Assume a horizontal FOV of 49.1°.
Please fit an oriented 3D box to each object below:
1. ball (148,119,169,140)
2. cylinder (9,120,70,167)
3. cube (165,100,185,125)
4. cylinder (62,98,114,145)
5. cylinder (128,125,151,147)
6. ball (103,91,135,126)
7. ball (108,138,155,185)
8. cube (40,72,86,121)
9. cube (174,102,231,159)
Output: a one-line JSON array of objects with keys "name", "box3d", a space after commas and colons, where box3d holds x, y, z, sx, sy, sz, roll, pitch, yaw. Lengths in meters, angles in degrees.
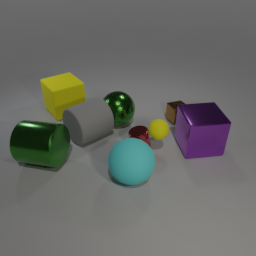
[{"name": "ball", "box3d": [1.039, 0.049, 9.499, 0.700, 0.700, 0.700, 0, 33, 0]}, {"name": "cylinder", "box3d": [-2.803, 0.495, 9.066, 1.400, 1.400, 1.400, 6, 33, 14]}, {"name": "cube", "box3d": [2.050, -0.649, 11.627, 0.700, 0.700, 0.700, -12, 34, -21]}, {"name": "cylinder", "box3d": [-1.468, -0.262, 10.372, 1.400, 1.400, 1.400, -26, 41, -34]}, {"name": "cylinder", "box3d": [0.417, 0.385, 9.920, 0.700, 0.700, 0.700, -9, 35, 6]}, {"name": "ball", "box3d": [-0.414, -0.777, 11.220, 1.400, 1.400, 1.400, 0, 33, 0]}, {"name": "ball", "box3d": [0.102, 0.999, 8.408, 1.400, 1.400, 1.400, 0, 33, 0]}, {"name": "cube", "box3d": [-2.766, -1.390, 12.091, 1.400, 1.400, 1.400, -21, 40, -28]}, {"name": "cube", "box3d": [2.544, 0.062, 9.826, 1.400, 1.400, 1.400, -5, 35, -7]}]
